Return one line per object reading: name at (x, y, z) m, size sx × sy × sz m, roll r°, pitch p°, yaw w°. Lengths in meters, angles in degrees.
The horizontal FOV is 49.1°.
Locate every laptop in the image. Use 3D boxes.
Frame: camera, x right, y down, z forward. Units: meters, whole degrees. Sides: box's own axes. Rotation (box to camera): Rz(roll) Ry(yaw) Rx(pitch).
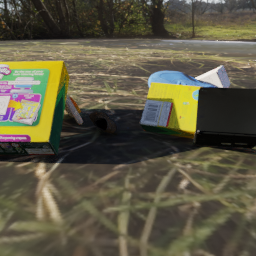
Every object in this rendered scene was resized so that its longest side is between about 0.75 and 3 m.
laptop at (2.258, -0.169, 6.323) m, size 1.448 × 0.844 × 1.634 m, roll 4°, pitch -18°, yaw 12°

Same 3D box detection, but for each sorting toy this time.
sorting toy at (-2.093, -1.093, 8.747) m, size 0.342 × 1.735 × 1.875 m, roll -35°, pitch 34°, yaw -14°

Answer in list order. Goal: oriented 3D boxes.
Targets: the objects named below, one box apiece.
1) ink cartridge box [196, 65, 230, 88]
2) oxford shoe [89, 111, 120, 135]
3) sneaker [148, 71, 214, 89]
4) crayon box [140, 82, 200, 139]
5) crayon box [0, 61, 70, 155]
ink cartridge box at (2.464, -1.355, 9.625) m, size 1.800 × 0.746 × 1.321 m, roll -22°, pitch 7°, yaw 33°
oxford shoe at (-0.770, -0.214, 7.867) m, size 0.536 × 0.461 × 1.269 m, roll 14°, pitch 9°, yaw -43°
sneaker at (1.974, -0.992, 8.249) m, size 2.973 × 0.980 × 1.165 m, roll 24°, pitch 8°, yaw 8°
crayon box at (1.497, -0.450, 7.465) m, size 2.090 × 1.327 × 0.531 m, roll 10°, pitch -20°, yaw 20°
crayon box at (-2.891, -0.525, 6.758) m, size 2.624 × 0.765 × 2.264 m, roll 0°, pitch 60°, yaw 3°
